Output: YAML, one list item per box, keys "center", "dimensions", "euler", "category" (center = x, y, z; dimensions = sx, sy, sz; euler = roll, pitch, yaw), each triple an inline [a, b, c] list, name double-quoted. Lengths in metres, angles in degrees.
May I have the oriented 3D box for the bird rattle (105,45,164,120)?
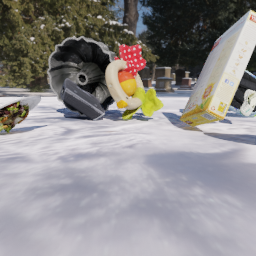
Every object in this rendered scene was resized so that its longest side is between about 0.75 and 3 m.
- center: [0.082, -1.446, 8.682]
  dimensions: [1.370, 2.432, 1.983]
  euler: [-11, 3, 32]
  category: "bird rattle"

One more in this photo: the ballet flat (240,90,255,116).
- center: [3.446, -0.774, 7.795]
  dimensions: [0.417, 0.417, 1.202]
  euler: [5, 39, 33]
  category: "ballet flat"

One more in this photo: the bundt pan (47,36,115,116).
- center: [-1.484, -2.007, 10.645]
  dimensions: [2.978, 2.978, 1.118]
  euler: [3, 24, 22]
  category: "bundt pan"

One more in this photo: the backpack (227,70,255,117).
- center: [4.109, -1.307, 10.319]
  dimensions: [2.089, 1.704, 1.606]
  euler: [33, -3, 37]
  category: "backpack"

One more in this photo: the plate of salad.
- center: [-2.536, -0.209, 5.962]
  dimensions: [1.596, 0.383, 1.596]
  euler: [-30, 0, 0]
  category: "plate of salad"

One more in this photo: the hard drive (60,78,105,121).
- center: [-1.642, -1.027, 9.867]
  dimensions: [1.630, 0.511, 2.416]
  euler: [34, 8, -19]
  category: "hard drive"

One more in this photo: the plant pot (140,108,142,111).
- center: [0.852, -0.951, 10.649]
  dimensions: [0.547, 0.812, 0.812]
  euler: [-17, 15, -29]
  category: "plant pot"

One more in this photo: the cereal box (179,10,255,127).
- center: [2.213, -1.305, 6.815]
  dimensions: [0.499, 2.524, 1.816]
  euler: [27, -7, -4]
  category: "cereal box"
